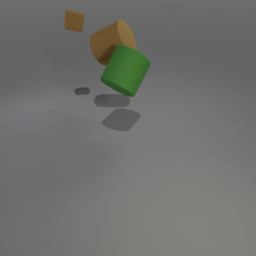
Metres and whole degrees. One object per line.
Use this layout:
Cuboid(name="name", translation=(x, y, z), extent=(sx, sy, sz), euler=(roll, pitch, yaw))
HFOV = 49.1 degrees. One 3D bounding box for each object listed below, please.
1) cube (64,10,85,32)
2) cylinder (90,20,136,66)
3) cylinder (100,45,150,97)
Cuboid(name="cube", translation=(-2.272, -4.494, 11.747), extent=(0.700, 0.700, 0.700), euler=(3, 28, -22))
Cuboid(name="cylinder", translation=(-0.602, -3.440, 11.394), extent=(1.400, 1.400, 1.400), euler=(-16, 23, 28))
Cuboid(name="cylinder", translation=(-0.095, -2.063, 10.252), extent=(1.400, 1.400, 1.400), euler=(27, -3, 1))
